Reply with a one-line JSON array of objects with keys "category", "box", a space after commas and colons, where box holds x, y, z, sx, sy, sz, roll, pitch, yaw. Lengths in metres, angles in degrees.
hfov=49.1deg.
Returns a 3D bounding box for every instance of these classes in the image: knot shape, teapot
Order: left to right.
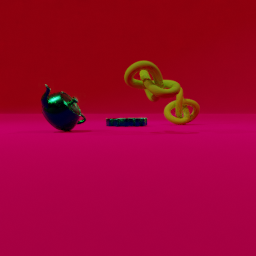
[{"category": "teapot", "box": [-1.437, -0.435, 6.143, 0.723, 0.918, 1.477, -37, -38, 11]}, {"category": "knot shape", "box": [0.558, -0.894, 5.761, 1.071, 0.529, 1.144, 26, -4, 27]}, {"category": "knot shape", "box": [1.959, -0.642, 9.848, 1.313, 1.403, 0.648, 27, -21, -33]}]

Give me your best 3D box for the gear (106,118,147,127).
[{"category": "gear", "box": [-0.042, -0.191, 8.825, 1.274, 0.236, 1.274, -1, 3, 0]}]
